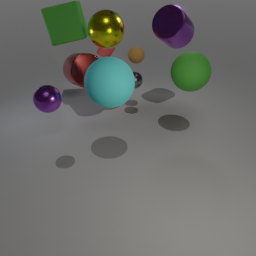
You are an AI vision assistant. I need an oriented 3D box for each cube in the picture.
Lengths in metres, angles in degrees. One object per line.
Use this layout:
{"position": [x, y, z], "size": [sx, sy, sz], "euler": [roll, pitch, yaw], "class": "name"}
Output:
{"position": [-2.496, -4.254, 11.355], "size": [1.400, 1.400, 1.400], "euler": [-13, 24, 2], "class": "cube"}

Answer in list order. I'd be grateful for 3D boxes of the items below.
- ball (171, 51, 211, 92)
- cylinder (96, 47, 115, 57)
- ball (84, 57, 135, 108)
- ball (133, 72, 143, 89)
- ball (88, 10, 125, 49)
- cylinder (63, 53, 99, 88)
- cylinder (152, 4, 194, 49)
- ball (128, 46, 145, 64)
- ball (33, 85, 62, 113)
{"position": [2.214, -1.988, 9.882], "size": [1.400, 1.400, 1.400], "euler": [0, 29, 0], "class": "ball"}
{"position": [-1.096, -3.838, 13.799], "size": [0.700, 0.700, 0.700], "euler": [32, 13, -9], "class": "cylinder"}
{"position": [-0.513, -1.261, 7.783], "size": [1.400, 1.400, 1.400], "euler": [0, 29, 0], "class": "ball"}
{"position": [0.274, -2.020, 11.839], "size": [0.700, 0.700, 0.700], "euler": [0, 29, 0], "class": "ball"}
{"position": [-0.822, -3.719, 10.585], "size": [1.400, 1.400, 1.400], "euler": [0, 29, 0], "class": "ball"}
{"position": [-1.909, -2.454, 11.845], "size": [1.400, 1.400, 1.400], "euler": [-13, 19, -22], "class": "cylinder"}
{"position": [1.899, -4.180, 11.669], "size": [1.400, 1.400, 1.400], "euler": [17, 7, 28], "class": "cylinder"}
{"position": [0.346, -3.047, 11.695], "size": [0.700, 0.700, 0.700], "euler": [0, 29, 0], "class": "ball"}
{"position": [-2.020, -0.729, 7.035], "size": [0.700, 0.700, 0.700], "euler": [0, 29, 0], "class": "ball"}
